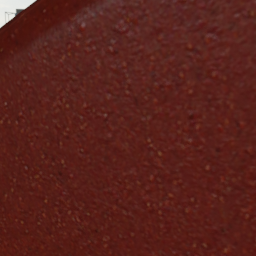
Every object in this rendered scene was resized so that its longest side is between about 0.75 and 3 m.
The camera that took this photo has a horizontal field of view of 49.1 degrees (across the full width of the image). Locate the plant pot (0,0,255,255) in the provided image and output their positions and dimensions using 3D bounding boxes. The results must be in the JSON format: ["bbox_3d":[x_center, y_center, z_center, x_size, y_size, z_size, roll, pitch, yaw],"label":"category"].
[{"bbox_3d":[0.352,0.342,1.509,1.863,2.114,2.112,-11,9,11],"label":"plant pot"}]
